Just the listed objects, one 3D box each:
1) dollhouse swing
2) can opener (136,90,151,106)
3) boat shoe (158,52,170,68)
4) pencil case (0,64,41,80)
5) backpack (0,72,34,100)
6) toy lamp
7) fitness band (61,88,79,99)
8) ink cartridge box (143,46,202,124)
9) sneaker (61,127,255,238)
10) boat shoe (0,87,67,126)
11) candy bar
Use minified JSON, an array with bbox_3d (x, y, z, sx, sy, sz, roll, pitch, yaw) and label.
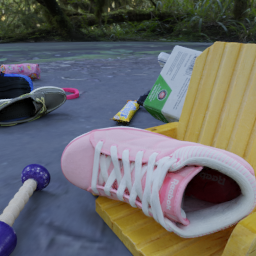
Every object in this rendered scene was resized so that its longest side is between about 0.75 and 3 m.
[{"bbox_3d":[1.011,0.156,3.831,2.516,2.433,2.768,-12,24,-30],"label":"dollhouse swing"},{"bbox_3d":[1.239,-0.749,9.049,1.935,0.613,0.761,19,66,28],"label":"can opener"},{"bbox_3d":[1.825,-1.409,8.818,2.659,0.888,0.978,23,9,-36],"label":"boat shoe"},{"bbox_3d":[-5.445,-2.833,14.163,1.928,0.843,0.843,-2,20,0],"label":"pencil case"},{"bbox_3d":[-3.916,-1.244,9.273,1.546,1.256,1.298,-4,18,-9],"label":"backpack"},{"bbox_3d":[-1.579,1.154,3.868,0.561,0.561,1.929,1,20,3],"label":"toy lamp"},{"bbox_3d":[-2.391,-1.366,11.119,0.864,0.225,1.203,-3,21,-15],"label":"fitness band"},{"bbox_3d":[1.828,-0.675,6.378,2.359,1.729,0.980,26,-7,31],"label":"ink cartridge box"},{"bbox_3d":[0.211,0.564,3.544,2.778,1.046,1.452,7,3,15],"label":"sneaker"},{"bbox_3d":[-2.841,-0.621,8.238,2.398,0.857,0.717,-21,28,-31],"label":"boat shoe"},{"bbox_3d":[-0.013,-0.526,8.734,0.555,0.246,2.224,4,20,12],"label":"candy bar"}]
